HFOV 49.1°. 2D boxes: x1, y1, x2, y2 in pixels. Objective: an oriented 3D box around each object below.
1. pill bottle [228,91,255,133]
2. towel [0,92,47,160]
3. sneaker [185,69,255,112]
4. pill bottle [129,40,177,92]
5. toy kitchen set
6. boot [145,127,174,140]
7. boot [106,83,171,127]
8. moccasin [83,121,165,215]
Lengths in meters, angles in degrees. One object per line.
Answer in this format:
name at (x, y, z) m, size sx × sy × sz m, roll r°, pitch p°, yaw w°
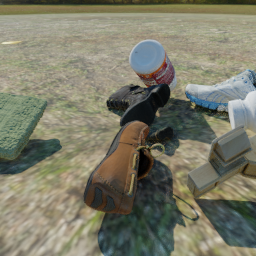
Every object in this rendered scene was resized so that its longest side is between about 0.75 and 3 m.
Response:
pill bottle at (3.339, -0.413, 6.437) m, size 1.854 × 1.030 × 1.030 m, roll -10°, pitch 24°, yaw 13°
towel at (-2.809, -0.128, 6.423) m, size 1.493 × 0.367 × 2.013 m, roll 8°, pitch 43°, yaw 3°
sneaker at (3.006, -1.071, 7.929) m, size 2.931 × 1.270 × 1.099 m, roll 20°, pitch 29°, yaw 35°
pill bottle at (0.857, -1.771, 8.648) m, size 1.063 × 1.063 × 1.940 m, roll 14°, pitch -10°, yaw 26°
toy kitchen set at (1.872, 0.801, 4.188) m, size 1.486 × 1.212 × 1.340 m, roll -27°, pitch 58°, yaw -8°
boot at (0.715, 0.147, 6.674) m, size 0.520 × 0.291 × 0.752 m, roll -10°, pitch -5°, yaw 38°
boot at (0.023, -0.632, 7.850) m, size 1.822 × 0.724 × 2.092 m, roll 7°, pitch 39°, yaw 45°
moccasin at (0.079, 0.586, 5.029) m, size 0.956 × 0.906 × 2.478 m, roll 21°, pitch 22°, yaw 5°
